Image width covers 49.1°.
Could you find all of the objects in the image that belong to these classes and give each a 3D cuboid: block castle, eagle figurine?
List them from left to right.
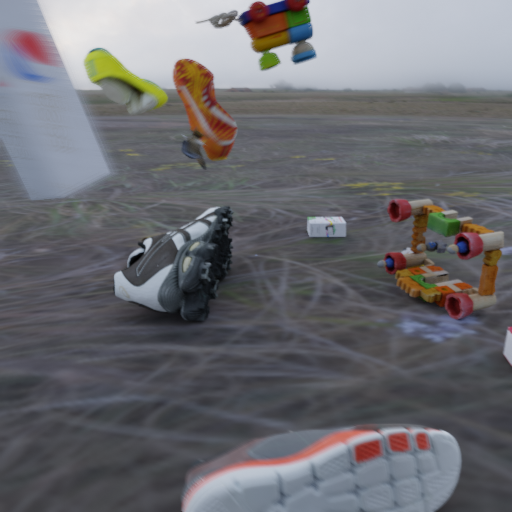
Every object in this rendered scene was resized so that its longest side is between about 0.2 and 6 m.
[{"bbox_3d":[-1.199,-2.132,11.053,0.570,0.751,0.567,12,-13,-15],"label":"eagle figurine"},{"bbox_3d":[2.520,-0.010,7.982,0.876,1.248,1.868,-9,25,-19],"label":"block castle"}]

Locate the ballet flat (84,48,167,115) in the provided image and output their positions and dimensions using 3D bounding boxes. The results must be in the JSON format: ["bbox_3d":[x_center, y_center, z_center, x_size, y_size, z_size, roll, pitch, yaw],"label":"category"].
[{"bbox_3d":[-2.514,-3.216,11.012,0.745,0.747,2.229,-19,-19,22],"label":"ballet flat"}]

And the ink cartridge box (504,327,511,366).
[{"bbox_3d":[3.285,1.087,6.071,0.932,0.399,0.688,-1,17,4],"label":"ink cartridge box"}]

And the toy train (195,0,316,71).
[{"bbox_3d":[0.071,-4.743,12.340,2.507,1.451,1.061,-20,14,-8],"label":"toy train"}]

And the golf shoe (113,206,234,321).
[{"bbox_3d":[-1.136,-0.072,8.446,1.443,1.187,3.054,3,17,8],"label":"golf shoe"}]

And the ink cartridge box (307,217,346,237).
[{"bbox_3d":[1.434,-0.592,11.452,0.737,0.310,0.534,0,18,-1],"label":"ink cartridge box"}]

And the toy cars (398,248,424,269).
[{"bbox_3d":[2.587,0.130,9.276,0.447,0.221,0.996,-1,22,-4],"label":"toy cars"}]

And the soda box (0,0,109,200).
[{"bbox_3d":[-3.573,-2.519,8.838,1.004,3.153,1.074,1,29,39],"label":"soda box"}]

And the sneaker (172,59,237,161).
[{"bbox_3d":[-1.303,-3.315,12.583,0.996,1.052,2.729,-9,64,-26],"label":"sneaker"}]

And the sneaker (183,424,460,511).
[{"bbox_3d":[0.454,1.525,4.140,2.101,0.809,0.860,-4,12,-14],"label":"sneaker"}]
